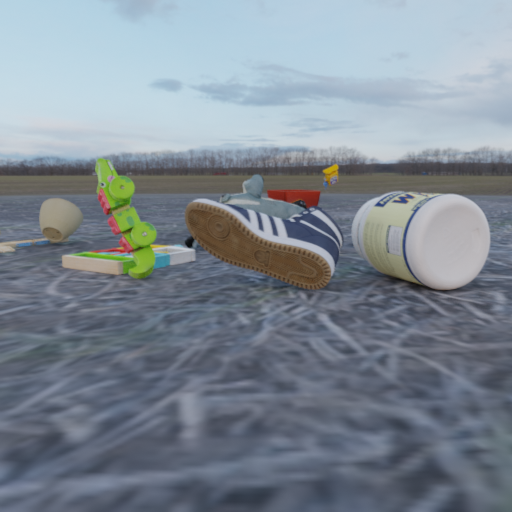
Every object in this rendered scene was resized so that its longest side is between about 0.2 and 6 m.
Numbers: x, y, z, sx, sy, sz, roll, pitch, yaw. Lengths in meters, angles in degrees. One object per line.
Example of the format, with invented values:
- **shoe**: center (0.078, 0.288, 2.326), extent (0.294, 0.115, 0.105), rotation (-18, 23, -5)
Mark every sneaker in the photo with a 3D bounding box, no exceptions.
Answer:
- **sneaker**: center (0.186, -0.387, 8.482), extent (2.377, 0.833, 1.290), rotation (24, 37, 13)

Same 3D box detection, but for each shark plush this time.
- **shark plush**: center (-0.258, -0.950, 13.453), extent (1.565, 1.707, 3.756), rotation (28, 19, 28)

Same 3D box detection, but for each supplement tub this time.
- **supplement tub**: center (2.457, -0.294, 8.684), extent (1.376, 1.376, 1.898), rotation (-3, 9, -20)

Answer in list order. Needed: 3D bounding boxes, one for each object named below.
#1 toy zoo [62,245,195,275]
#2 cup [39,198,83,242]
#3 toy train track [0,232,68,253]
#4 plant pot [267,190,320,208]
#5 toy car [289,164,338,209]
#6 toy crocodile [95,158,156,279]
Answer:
- **toy zoo**: center (-2.219, 0.022, 10.532), extent (1.501, 0.234, 2.287), rotation (5, 10, 34)
- **cup**: center (-4.641, -0.750, 13.109), extent (0.987, 0.987, 0.706), rotation (1, 49, 7)
- **toy train track**: center (-5.616, -0.425, 12.940), extent (1.590, 0.451, 2.772), rotation (6, 10, 35)
- **plant pot**: center (1.202, -1.553, 18.218), extent (1.324, 1.166, 1.322), rotation (-3, 9, -25)
- **toy car**: center (1.758, -1.362, 15.451), extent (2.436, 0.811, 1.195), rotation (-40, 56, -19)
- **toy crocodile**: center (-2.134, -0.610, 9.007), extent (0.626, 2.027, 0.684), rotation (-25, -1, -24)
